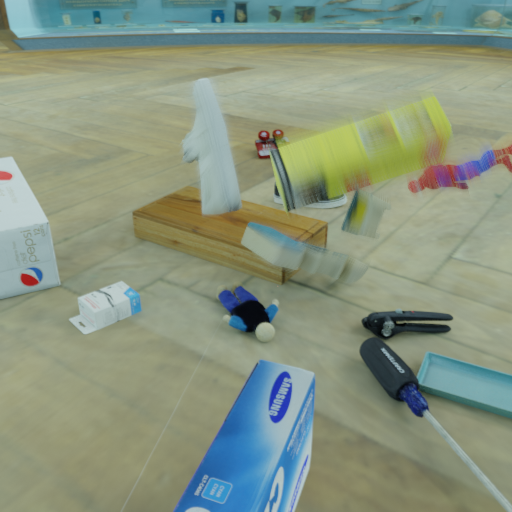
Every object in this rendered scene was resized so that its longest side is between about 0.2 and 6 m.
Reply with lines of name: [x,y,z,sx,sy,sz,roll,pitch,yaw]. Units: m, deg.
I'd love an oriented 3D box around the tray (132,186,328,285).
tray: [-0.501,-0.496,10.152,3.217,0.596,1.586,17,32,29]

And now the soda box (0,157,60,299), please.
soda box: [-4.502,-0.627,9.781,1.242,1.161,3.646,-15,31,-26]

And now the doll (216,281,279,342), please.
doll: [-0.087,0.787,8.027,0.892,0.317,1.308,-13,30,-21]

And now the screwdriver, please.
screwdriver: [1.899,1.814,5.928,0.449,0.430,3.085,21,17,-24]

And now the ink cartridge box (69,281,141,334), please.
ink cartridge box: [-2.203,0.741,8.119,0.916,0.311,0.531,-23,36,-37]

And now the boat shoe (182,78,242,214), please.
boat shoe: [-0.865,-1.808,9.370,0.809,2.317,0.821,-13,-3,3]

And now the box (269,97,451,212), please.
box: [1.597,-1.555,8.773,2.676,1.007,0.671,-18,63,0]

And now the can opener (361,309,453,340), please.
can opener: [2.110,0.899,7.730,1.259,0.399,0.495,-2,27,-3]

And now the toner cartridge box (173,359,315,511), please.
toner cartridge box: [-0.174,2.169,4.400,0.588,1.293,2.723,10,30,17]

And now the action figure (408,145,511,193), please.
action figure: [3.803,-1.525,10.357,2.045,0.669,0.529,-13,71,0]

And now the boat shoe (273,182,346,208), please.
boat shoe: [1.140,-1.361,11.832,1.547,0.524,0.555,6,29,11]

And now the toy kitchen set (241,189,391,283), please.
toy kitchen set: [0.931,-0.502,8.595,1.760,1.410,1.037,14,10,-34]

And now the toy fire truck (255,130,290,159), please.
toy fire truck: [0.446,-2.882,14.820,0.952,0.534,0.799,-8,53,-13]

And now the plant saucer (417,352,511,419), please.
plant saucer: [2.915,1.638,6.587,1.965,0.186,0.687,13,31,24]
